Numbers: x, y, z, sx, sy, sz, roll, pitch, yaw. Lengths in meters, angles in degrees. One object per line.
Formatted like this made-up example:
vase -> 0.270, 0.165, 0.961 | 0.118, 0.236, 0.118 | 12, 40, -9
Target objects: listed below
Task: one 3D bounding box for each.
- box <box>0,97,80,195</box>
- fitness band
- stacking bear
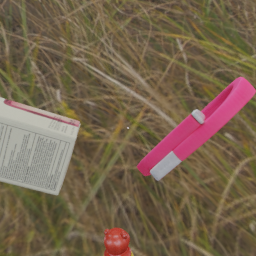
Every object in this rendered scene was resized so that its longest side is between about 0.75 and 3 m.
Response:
box -> -1.663, 0.233, 4.344 | 1.598, 1.022, 0.871 | 18, 16, -10
fitness band -> 1.128, 0.067, 4.998 | 0.468, 2.500, 1.795 | 48, 35, 7
stacking bear -> -0.147, 2.135, 4.543 | 0.653, 1.076, 0.612 | 2, 13, 30
